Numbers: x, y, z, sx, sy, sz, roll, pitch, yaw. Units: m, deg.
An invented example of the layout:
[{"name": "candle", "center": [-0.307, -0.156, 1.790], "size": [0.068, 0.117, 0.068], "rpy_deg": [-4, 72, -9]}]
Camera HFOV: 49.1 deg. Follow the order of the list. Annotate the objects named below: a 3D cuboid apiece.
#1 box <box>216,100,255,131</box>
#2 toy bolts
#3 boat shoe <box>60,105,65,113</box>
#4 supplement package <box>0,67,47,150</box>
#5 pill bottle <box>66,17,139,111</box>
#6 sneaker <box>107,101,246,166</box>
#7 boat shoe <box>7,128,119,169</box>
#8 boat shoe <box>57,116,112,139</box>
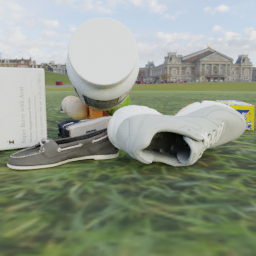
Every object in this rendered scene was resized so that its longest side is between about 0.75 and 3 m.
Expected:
[{"name": "box", "center": [3.559, -0.497, 9.588], "size": [0.869, 0.798, 2.481], "rpy_deg": [2, 9, 10]}, {"name": "toy bolts", "center": [-1.411, -1.335, 10.243], "size": [1.986, 2.736, 2.864], "rpy_deg": [-7, -6, -18]}, {"name": "boat shoe", "center": [-2.712, -0.929, 13.564], "size": [1.153, 0.362, 0.419], "rpy_deg": [1, 9, 3]}, {"name": "supplement package", "center": [-3.477, -0.431, 6.086], "size": [2.926, 1.774, 1.752], "rpy_deg": [-6, 11, -33]}, {"name": "pill bottle", "center": [-0.628, -1.447, 7.064], "size": [1.737, 1.737, 2.984], "rpy_deg": [-1, -4, -6]}, {"name": "sneaker", "center": [1.166, 0.216, 5.188], "size": [2.914, 1.103, 1.340], "rpy_deg": [-6, 26, -21]}, {"name": "boat shoe", "center": [-1.126, 0.318, 5.196], "size": [2.094, 0.597, 0.700], "rpy_deg": [-5, 10, -28]}, {"name": "boat shoe", "center": [-0.957, -0.022, 7.087], "size": [1.703, 0.636, 0.790], "rpy_deg": [-8, 20, -37]}]
